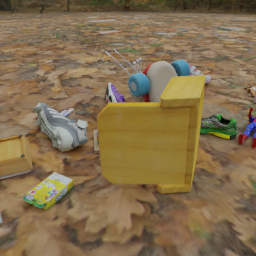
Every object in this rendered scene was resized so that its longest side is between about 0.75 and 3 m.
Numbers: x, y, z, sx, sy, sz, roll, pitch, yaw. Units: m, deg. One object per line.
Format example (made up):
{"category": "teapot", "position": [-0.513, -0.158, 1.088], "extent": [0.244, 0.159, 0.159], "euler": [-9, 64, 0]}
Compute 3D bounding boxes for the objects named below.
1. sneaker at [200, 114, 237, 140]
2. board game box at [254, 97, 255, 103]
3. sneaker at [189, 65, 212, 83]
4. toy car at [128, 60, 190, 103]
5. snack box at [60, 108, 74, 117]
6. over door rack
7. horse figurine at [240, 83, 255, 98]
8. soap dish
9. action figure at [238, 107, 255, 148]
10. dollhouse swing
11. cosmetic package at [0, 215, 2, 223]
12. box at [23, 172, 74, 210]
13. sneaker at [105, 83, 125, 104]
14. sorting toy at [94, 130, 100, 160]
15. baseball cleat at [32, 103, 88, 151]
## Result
{"category": "sneaker", "position": [2.928, -0.212, 9.866], "extent": [1.816, 0.774, 0.709], "euler": [13, 31, 23]}
{"category": "board game box", "position": [6.744, -1.279, 12.254], "extent": [1.737, 0.379, 1.745], "euler": [22, 35, 37]}
{"category": "sneaker", "position": [3.325, -2.778, 14.516], "extent": [1.986, 0.876, 0.808], "euler": [11, 30, 19]}
{"category": "toy car", "position": [0.878, -1.335, 10.997], "extent": [2.359, 2.264, 2.560], "euler": [-24, 14, -26]}
{"category": "snack box", "position": [-2.553, -0.548, 11.172], "extent": [0.354, 0.120, 0.984], "euler": [10, 30, 17]}
{"category": "over door rack", "position": [0.024, -3.190, 13.763], "extent": [2.426, 0.808, 1.792], "euler": [33, 22, 0]}
{"category": "horse figurine", "position": [5.830, -1.839, 13.352], "extent": [0.791, 0.298, 1.193], "euler": [31, 34, 26]}
{"category": "soap dish", "position": [-3.384, 0.784, 8.084], "extent": [1.075, 0.555, 1.367], "euler": [-12, 38, -16]}
{"category": "action figure", "position": [4.497, -0.279, 9.743], "extent": [0.726, 1.101, 2.225], "euler": [17, 30, 28]}
{"category": "dollhouse swing", "position": [0.700, 0.089, 7.414], "extent": [2.284, 2.598, 2.361], "euler": [6, 29, 16]}
{"category": "cosmetic package", "position": [-3.517, 2.025, 6.226], "extent": [1.124, 0.290, 0.847], "euler": [17, 30, 29]}
{"category": "box", "position": [-1.979, 1.602, 7.027], "extent": [0.674, 0.278, 1.149], "euler": [16, 30, 26]}
{"category": "sneaker", "position": [-0.551, -1.312, 12.216], "extent": [0.787, 0.760, 1.886], "euler": [7, 34, -20]}
{"category": "sorting toy", "position": [-0.448, 0.292, 9.247], "extent": [1.357, 0.476, 2.814], "euler": [-4, 29, -6]}
{"category": "baseball cleat", "position": [-2.260, -0.088, 9.688], "extent": [1.440, 0.943, 2.706], "euler": [-11, 40, -32]}
